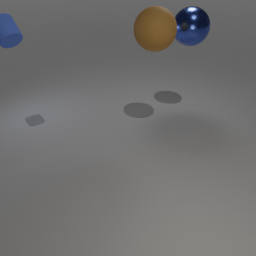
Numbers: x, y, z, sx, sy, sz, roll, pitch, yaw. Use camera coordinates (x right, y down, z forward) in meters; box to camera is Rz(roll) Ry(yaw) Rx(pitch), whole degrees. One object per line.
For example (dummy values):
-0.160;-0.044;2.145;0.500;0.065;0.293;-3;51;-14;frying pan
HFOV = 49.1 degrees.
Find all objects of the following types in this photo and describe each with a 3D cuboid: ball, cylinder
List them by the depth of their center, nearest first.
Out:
-3.527;-2.802;8.102;0.700;0.700;0.700;-27;83;-37;cylinder
0.880;-3.198;9.080;1.400;1.400;1.400;0;31;0;ball
2.353;-3.792;10.473;1.400;1.400;1.400;0;31;0;ball
